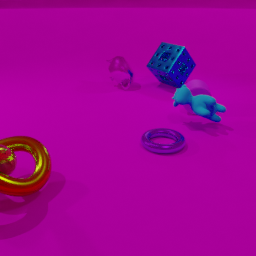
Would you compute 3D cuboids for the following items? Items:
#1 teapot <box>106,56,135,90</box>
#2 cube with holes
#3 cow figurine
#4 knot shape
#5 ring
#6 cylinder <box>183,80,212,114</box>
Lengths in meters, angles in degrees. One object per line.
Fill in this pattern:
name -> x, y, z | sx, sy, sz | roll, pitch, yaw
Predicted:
teapot -> -0.353, -2.336, 11.550 | 0.970, 1.231, 1.980 | -34, 58, 14
cube with holes -> 1.741, -2.509, 11.249 | 1.203, 1.203, 1.203 | 29, -5, 42
cow figurine -> 1.945, -0.686, 7.889 | 1.281, 0.703, 1.261 | 22, 6, -40
knot shape -> -2.560, 0.651, 4.950 | 2.093, 0.967, 1.958 | 8, 5, 5
ring -> 0.888, 0.307, 7.108 | 1.144, 0.229, 1.144 | 0, 25, 0
cylinder -> 2.205, -1.008, 9.025 | 0.898, 0.898, 0.898 | 4, 26, 8
